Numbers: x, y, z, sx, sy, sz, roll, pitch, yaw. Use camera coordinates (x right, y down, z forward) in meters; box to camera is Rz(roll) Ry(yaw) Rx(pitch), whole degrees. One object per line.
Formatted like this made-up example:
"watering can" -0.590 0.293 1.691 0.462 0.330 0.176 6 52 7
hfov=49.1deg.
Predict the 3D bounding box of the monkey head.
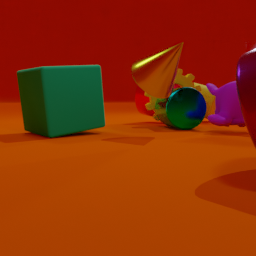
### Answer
"monkey head" 2.208 -0.510 5.921 1.150 0.963 1.599 -9 20 -38

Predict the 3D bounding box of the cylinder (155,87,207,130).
"cylinder" 1.252 -0.482 6.811 0.982 0.982 0.982 -1 6 -10

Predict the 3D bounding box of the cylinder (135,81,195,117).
"cylinder" 1.125 -0.933 8.441 1.348 1.348 1.348 16 14 34

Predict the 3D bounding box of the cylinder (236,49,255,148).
"cylinder" 1.630 -0.263 2.151 1.155 1.155 1.155 -20 -9 39

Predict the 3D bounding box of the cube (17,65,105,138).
"cube" -1.368 -0.594 5.755 1.265 1.265 1.265 -12 13 -39

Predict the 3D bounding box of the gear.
"gear" 1.199 -0.808 7.449 1.482 1.482 0.274 0 8 -5

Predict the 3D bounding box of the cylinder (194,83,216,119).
"cylinder" 2.405 -0.896 9.213 1.010 1.010 1.010 21 15 27

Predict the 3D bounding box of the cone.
"cone" 0.684 -1.167 4.940 0.929 0.929 0.933 -4 -29 -36
